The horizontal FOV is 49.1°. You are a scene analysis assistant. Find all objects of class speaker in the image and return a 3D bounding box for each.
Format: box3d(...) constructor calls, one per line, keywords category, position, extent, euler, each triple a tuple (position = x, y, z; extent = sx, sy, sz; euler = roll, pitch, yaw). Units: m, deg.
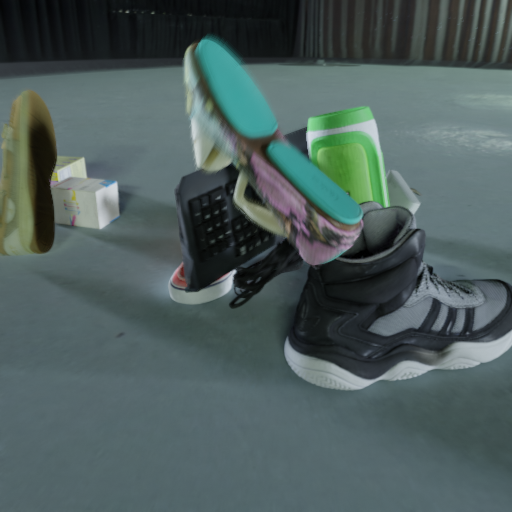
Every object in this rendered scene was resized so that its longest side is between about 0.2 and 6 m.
box3d(category="speaker", position=(1.196, -0.793, 7.075), extent=(0.893, 2.019, 0.893), euler=(-11, 15, 3))

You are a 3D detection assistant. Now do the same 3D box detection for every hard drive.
box3d(category="hard drive", position=(2.015, -0.526, 8.937), extent=(0.189, 1.419, 0.936), euler=(10, 36, -21))

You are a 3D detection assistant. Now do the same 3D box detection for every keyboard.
box3d(category="keyboard", position=(0.509, -0.623, 7.880), extent=(0.769, 2.019, 3.879), euler=(15, 32, 35))

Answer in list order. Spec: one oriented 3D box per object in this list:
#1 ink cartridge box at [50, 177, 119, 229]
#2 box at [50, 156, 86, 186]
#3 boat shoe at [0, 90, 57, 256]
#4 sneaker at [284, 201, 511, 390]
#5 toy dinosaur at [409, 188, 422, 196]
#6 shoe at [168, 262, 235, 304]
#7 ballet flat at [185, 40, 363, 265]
box3d(category="ink cartridge box", position=(-3.478, -1.078, 11.146), extent=(1.229, 0.770, 0.790), euler=(7, 25, 16))
box3d(category="box", position=(-4.806, -1.889, 13.135), extent=(1.133, 0.623, 1.288), euler=(4, 24, 10))
box3d(category="boat shoe", position=(-4.022, -1.424, 9.570), extent=(0.897, 2.850, 1.040), euler=(-4, -4, 7))
box3d(category="sneaker", position=(1.951, 0.327, 6.604), extent=(3.362, 1.913, 1.269), euler=(-10, 27, -21))
box3d(category="toy dinosaur", position=(2.100, -0.816, 10.760), extent=(2.371, 0.913, 1.213), euler=(0, 35, -13))
box3d(category="shoe", position=(-0.620, -0.277, 8.872), extent=(0.921, 1.173, 2.579), euler=(9, 26, 20))
box3d(category="ballet flat", position=(-0.034, -0.939, 5.479), extent=(2.554, 0.909, 0.883), euler=(51, 37, 12))
